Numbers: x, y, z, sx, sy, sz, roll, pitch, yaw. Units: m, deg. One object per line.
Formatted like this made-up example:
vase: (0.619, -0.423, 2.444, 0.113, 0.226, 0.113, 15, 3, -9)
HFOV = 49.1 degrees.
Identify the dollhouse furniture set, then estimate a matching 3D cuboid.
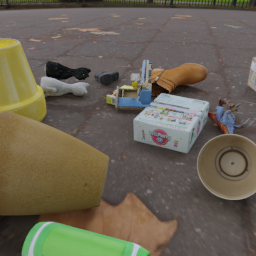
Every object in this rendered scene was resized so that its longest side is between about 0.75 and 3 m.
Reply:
dollhouse furniture set: (0.205, -1.827, 10.597, 1.388, 2.127, 2.008, 2, 68, 3)

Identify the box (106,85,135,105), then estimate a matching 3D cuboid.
box: (-0.290, -1.466, 12.301, 0.574, 0.382, 1.524, 17, 32, 26)

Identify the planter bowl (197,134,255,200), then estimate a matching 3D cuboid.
planter bowl: (2.623, 0.929, 7.056, 1.549, 1.549, 1.042, 15, 4, 25)

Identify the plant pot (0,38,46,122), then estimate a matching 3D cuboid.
plant pot: (-4.649, -1.618, 10.098, 2.977, 2.801, 2.977, -1, 30, 0)

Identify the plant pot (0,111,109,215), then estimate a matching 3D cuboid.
plant pot: (-1.745, 0.998, 6.352, 2.466, 2.298, 2.298, 12, 29, -5)

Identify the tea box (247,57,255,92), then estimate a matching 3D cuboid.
tea box: (6.909, -2.224, 12.554, 2.118, 1.438, 2.153, -3, 29, -2)

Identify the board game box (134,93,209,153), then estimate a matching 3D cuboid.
board game box: (1.568, -0.282, 9.724, 1.889, 0.823, 2.561, 14, 31, 24)

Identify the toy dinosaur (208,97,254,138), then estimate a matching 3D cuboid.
toy dinosaur: (3.521, -0.089, 9.752, 1.148, 2.187, 1.984, 30, 53, -14)

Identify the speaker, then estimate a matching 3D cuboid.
speaker: (-0.733, 2.314, 4.946, 2.132, 0.943, 0.943, 9, 30, 15)

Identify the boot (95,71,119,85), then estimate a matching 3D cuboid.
boot: (-1.280, -2.560, 14.218, 1.076, 0.570, 1.634, 12, 20, 27)

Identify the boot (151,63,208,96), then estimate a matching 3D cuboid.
boot: (2.125, -2.115, 12.853, 2.916, 1.074, 2.256, -2, 27, 20)

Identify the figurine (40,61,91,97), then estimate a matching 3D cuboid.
figurine: (-2.794, -2.199, 12.902, 2.102, 0.928, 2.155, 2, 43, -6)
